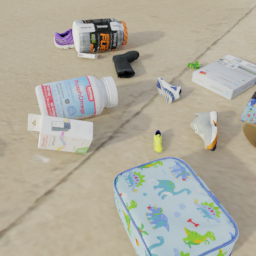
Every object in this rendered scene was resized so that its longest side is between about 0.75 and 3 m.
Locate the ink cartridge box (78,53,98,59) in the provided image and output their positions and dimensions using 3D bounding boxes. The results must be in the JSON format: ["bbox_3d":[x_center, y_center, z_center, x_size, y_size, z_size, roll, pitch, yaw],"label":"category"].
[{"bbox_3d":[-2.071,-3.856,14.941,0.954,0.213,0.841,10,16,12],"label":"ink cartridge box"}]

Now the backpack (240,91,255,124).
[{"bbox_3d":[5.084,-0.561,10.383,1.399,1.277,0.941,31,57,16],"label":"backpack"}]

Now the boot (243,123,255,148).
[{"bbox_3d":[5.261,0.194,9.739,2.123,0.814,1.648,33,52,30],"label":"boot"}]

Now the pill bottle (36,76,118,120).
[{"bbox_3d":[-1.918,-1.121,10.704,2.878,1.565,1.565,-14,43,-15],"label":"pill bottle"}]

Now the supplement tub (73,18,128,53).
[{"bbox_3d":[-1.494,-4.996,15.076,2.726,1.670,1.670,-11,42,-17],"label":"supplement tub"}]

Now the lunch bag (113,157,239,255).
[{"bbox_3d":[1.111,2.188,7.117,2.384,1.223,2.965,-18,44,-18],"label":"lunch bag"}]

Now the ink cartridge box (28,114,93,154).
[{"bbox_3d":[-2.216,0.216,8.994,2.002,1.172,0.674,8,59,-16],"label":"ink cartridge box"}]

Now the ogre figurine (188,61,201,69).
[{"bbox_3d":[3.302,-3.111,13.935,0.499,0.409,0.833,-7,2,-5],"label":"ogre figurine"}]

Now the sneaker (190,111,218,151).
[{"bbox_3d":[2.700,0.110,10.021,0.947,0.779,2.058,3,33,14],"label":"sneaker"}]

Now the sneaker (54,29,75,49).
[{"bbox_3d":[-2.895,-5.109,15.768,2.489,1.039,1.004,-12,43,-14],"label":"sneaker"}]

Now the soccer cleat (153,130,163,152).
[{"bbox_3d":[1.046,0.448,9.783,0.306,0.396,0.946,1,41,1],"label":"soccer cleat"}]

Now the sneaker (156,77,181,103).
[{"bbox_3d":[1.846,-1.633,12.153,0.816,0.571,1.412,-13,49,-20],"label":"sneaker"}]

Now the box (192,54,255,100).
[{"bbox_3d":[4.706,-2.444,13.025,2.743,0.565,2.139,-29,48,-30],"label":"box"}]

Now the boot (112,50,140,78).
[{"bbox_3d":[0.045,-3.136,13.786,1.468,0.585,1.782,-16,38,-2],"label":"boot"}]
